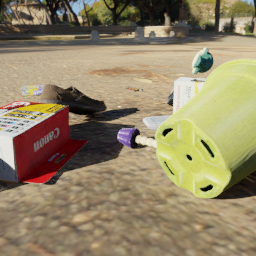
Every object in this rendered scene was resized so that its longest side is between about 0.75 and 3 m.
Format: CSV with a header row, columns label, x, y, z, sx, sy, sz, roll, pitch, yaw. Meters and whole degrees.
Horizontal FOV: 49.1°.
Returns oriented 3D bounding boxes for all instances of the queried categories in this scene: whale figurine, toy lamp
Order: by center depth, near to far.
label,x,y,z,sx,sy,sz,roll,pitch,yaw
toy lamp,0.641,0.407,7.336,2.033,0.592,0.592,15,25,31
whale figurine,3.961,-3.471,14.842,0.971,1.489,1.871,31,22,15

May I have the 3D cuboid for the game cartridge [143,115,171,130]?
label,x,y,z,sx,sy,sz,roll,pitch,yaw
game cartridge,1.207,-0.184,9.381,1.258,0.255,0.839,-4,17,-11

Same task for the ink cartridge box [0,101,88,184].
label,x,y,z,sx,sy,sz,roll,pitch,yaw
ink cartridge box,-2.531,0.207,7.050,2.312,1.104,2.633,6,21,12

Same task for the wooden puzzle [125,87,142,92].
label,x,y,z,sx,sy,sz,roll,pitch,yaw
wooden puzzle,0.334,-2.002,14.478,0.584,0.069,0.985,-17,26,-38

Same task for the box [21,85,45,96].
label,x,y,z,sx,sy,sz,roll,pitch,yaw
box,-4.430,-1.815,13.453,1.221,0.428,0.393,-3,21,-8

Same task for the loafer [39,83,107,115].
label,x,y,z,sx,sy,sz,roll,pitch,yaw
loafer,-1.762,-1.011,9.602,0.969,0.942,2.655,-10,-10,39

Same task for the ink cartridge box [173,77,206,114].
label,x,y,z,sx,sy,sz,roll,pitch,yaw
ink cartridge box,2.595,-0.954,9.747,1.928,1.405,0.798,9,24,25

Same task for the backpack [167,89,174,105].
label,x,y,z,sx,sy,sz,roll,pitch,yaw
backpack,2.114,-1.259,11.448,0.804,0.844,0.650,21,58,-9

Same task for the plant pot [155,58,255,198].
label,x,y,z,sx,sy,sz,roll,pitch,yaw
plant pot,1.934,0.144,5.844,2.363,2.570,2.570,-30,34,-33
